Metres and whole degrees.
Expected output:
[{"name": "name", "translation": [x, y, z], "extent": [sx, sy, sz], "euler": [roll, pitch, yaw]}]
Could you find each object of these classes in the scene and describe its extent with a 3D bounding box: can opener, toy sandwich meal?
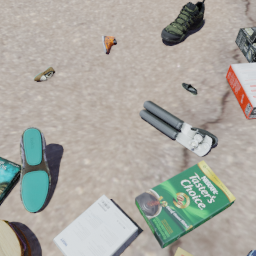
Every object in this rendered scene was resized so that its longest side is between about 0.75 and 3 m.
[{"name": "can opener", "translation": [1.669, -0.017, 9.688], "extent": [2.831, 0.745, 0.941], "euler": [33, 24, 21]}, {"name": "toy sandwich meal", "translation": [-3.574, 3.433, 6.662], "extent": [2.558, 0.876, 2.558], "euler": [0, 48, 0]}]

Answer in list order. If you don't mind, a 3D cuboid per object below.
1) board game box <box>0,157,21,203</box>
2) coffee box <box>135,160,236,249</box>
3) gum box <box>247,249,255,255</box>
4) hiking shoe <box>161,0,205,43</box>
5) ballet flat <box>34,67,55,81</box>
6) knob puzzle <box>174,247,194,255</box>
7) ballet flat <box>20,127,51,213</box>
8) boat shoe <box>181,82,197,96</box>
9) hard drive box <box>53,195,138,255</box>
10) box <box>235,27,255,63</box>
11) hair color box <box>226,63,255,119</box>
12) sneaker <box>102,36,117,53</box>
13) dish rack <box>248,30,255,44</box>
[{"name": "board game box", "translation": [-4.592, 1.454, 8.659], "extent": [2.254, 0.317, 1.525], "euler": [18, 54, 14]}, {"name": "coffee box", "translation": [1.612, 2.087, 8.009], "extent": [2.494, 0.548, 1.534], "euler": [-23, 55, -17]}, {"name": "gum box", "translation": [2.916, 4.502, 6.097], "extent": [2.651, 0.591, 2.253], "euler": [-36, 60, -25]}, {"name": "hiking shoe", "translation": [2.570, -5.102, 13.065], "extent": [1.097, 1.459, 2.898], "euler": [36, 60, 25]}, {"name": "ballet flat", "translation": [-3.403, -2.164, 11.543], "extent": [0.357, 0.334, 0.986], "euler": [41, 56, 6]}, {"name": "knob puzzle", "translation": [1.474, 3.734, 6.968], "extent": [1.206, 0.167, 1.206], "euler": [0, 52, 0]}, {"name": "ballet flat", "translation": [-2.784, 1.226, 8.395], "extent": [0.892, 0.892, 2.479], "euler": [-3, 84, -2]}, {"name": "boat shoe", "translation": [2.440, -1.601, 11.080], "extent": [0.308, 0.273, 0.824], "euler": [-25, 56, -19]}, {"name": "hard drive box", "translation": [-0.816, 2.865, 7.323], "extent": [1.745, 0.670, 1.360], "euler": [-37, 61, -25]}, {"name": "box", "translation": [5.827, -3.707, 12.433], "extent": [1.393, 0.732, 1.701], "euler": [-8, 52, -6]}, {"name": "hair color box", "translation": [4.748, -1.468, 10.692], "extent": [1.186, 0.716, 2.337], "euler": [-5, 51, -4]}, {"name": "sneaker", "translation": [-0.833, -3.863, 12.742], "extent": [0.654, 0.453, 1.167], "euler": [-7, 52, -4]}, {"name": "dish rack", "translation": [6.316, -3.344, 11.363], "extent": [1.812, 0.644, 2.362], "euler": [-18, 59, -11]}]
